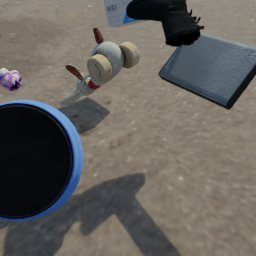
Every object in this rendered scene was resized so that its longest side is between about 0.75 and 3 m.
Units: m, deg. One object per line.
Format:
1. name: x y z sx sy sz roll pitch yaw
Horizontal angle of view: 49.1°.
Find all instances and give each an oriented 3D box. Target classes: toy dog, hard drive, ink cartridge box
1. toy dog: -0.773 -1.403 6.137 2.125 1.023 1.401 -24 7 37
2. hard drive: 1.707 -1.312 5.968 1.893 0.311 1.321 35 88 42
3. ink cartridge box: -0.133 -4.375 8.774 1.242 2.140 0.726 0 17 29

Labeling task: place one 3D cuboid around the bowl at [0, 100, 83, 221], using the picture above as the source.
1. bowl: -1.640 0.490 4.265 1.879 1.879 0.369 0 -3 0

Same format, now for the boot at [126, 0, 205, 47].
1. boot: 0.633 -1.836 4.853 1.185 0.438 0.971 -11 67 -6

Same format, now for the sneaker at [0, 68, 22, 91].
1. sneaker: -2.708 -1.070 6.545 0.480 0.437 1.086 41 4 -7
